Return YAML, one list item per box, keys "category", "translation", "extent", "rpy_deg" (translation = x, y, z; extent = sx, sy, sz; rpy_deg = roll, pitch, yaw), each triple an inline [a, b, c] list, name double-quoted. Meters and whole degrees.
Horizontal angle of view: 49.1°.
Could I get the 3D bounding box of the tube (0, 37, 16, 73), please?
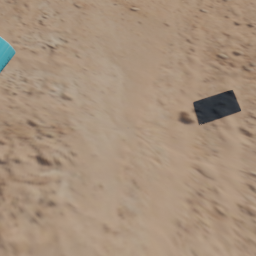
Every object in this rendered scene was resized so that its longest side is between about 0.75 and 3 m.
- category: "tube"
  translation: [-2.339, -0.424, 3.859]
  extent: [0.774, 0.504, 1.998]
  rpy_deg: [17, 72, 43]
